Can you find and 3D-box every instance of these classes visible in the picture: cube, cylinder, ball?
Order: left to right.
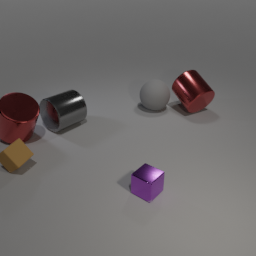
[{"bbox_3d":[-3.598,0.879,8.896,0.700,0.700,0.700,-27,16,41],"label":"cube"},{"bbox_3d":[-4.082,-0.349,10.306,1.400,1.400,1.400,16,48,-18],"label":"cylinder"},{"bbox_3d":[-2.636,-0.713,11.420,1.400,1.400,1.400,23,36,35],"label":"cylinder"},{"bbox_3d":[0.565,1.568,8.069,0.700,0.700,0.700,21,36,33],"label":"cube"},{"bbox_3d":[1.231,-1.513,12.837,1.400,1.400,1.400,0,29,0],"label":"ball"},{"bbox_3d":[2.906,-1.635,12.554,1.400,1.400,1.400,-16,59,-26],"label":"cylinder"}]
